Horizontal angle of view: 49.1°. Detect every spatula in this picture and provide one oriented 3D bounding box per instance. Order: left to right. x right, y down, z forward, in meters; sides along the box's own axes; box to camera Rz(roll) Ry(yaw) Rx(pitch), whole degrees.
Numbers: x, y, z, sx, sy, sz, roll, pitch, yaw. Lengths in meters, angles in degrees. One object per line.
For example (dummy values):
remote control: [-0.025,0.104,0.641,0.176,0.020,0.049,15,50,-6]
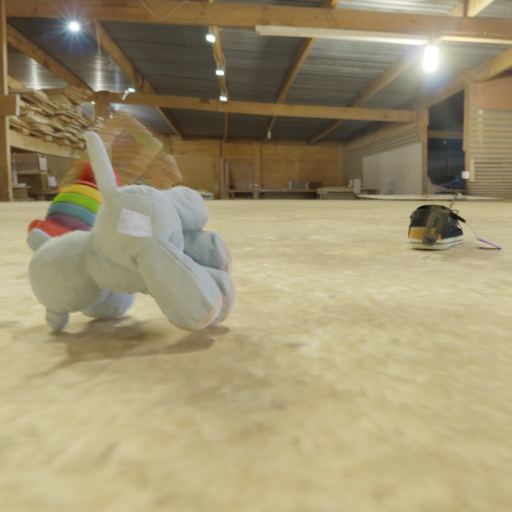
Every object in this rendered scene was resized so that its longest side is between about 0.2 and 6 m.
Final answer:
spatula: [4.821,-0.645,12.702,1.709,0.176,0.483,43,19,17]

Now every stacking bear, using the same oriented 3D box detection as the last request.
stacking bear: [-2.929,-0.824,9.545,1.153,1.899,1.080,24,-33,-12]

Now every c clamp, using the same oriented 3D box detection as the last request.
c clamp: [3.625,-0.738,11.204,0.186,1.174,1.374,25,18,26]

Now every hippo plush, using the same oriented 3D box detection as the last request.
hippo plush: [-1.320,0.212,5.470,1.696,1.680,2.109,-29,-17,16]

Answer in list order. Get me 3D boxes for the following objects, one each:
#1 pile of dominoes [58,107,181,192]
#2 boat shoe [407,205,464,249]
pile of dominoes: [-2.745,-1.452,11.163,1.848,2.371,0.377,42,18,-6]
boat shoe: [4.285,-0.740,13.328,1.161,0.969,3.112,2,6,27]
